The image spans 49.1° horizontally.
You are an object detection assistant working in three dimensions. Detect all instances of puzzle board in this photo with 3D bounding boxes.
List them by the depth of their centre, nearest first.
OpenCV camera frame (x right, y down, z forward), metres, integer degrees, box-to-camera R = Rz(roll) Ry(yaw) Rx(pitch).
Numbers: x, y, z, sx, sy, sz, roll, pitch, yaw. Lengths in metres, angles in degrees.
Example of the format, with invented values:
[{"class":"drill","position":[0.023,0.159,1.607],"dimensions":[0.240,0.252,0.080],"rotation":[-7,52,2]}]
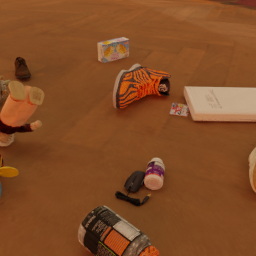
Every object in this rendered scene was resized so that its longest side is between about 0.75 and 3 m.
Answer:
[{"class":"puzzle board","position":[1.792,-0.649,9.701],"dimensions":[0.605,0.070,0.802],"rotation":[8,35,13]}]

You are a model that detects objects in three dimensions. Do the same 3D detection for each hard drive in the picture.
[{"class":"hard drive","position":[3.568,-0.862,9.684],"dimensions":[2.954,0.394,1.949],"rotation":[0,34,-1]}]

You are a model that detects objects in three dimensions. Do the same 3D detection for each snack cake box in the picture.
[{"class":"snack cake box","position":[-0.705,-3.840,13.763],"dimensions":[1.556,0.895,0.523],"rotation":[-24,40,-30]}]

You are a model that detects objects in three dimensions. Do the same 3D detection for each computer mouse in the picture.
[{"class":"computer mouse","position":[0.254,1.345,6.539],"dimensions":[0.740,0.243,1.054],"rotation":[20,39,29]}]

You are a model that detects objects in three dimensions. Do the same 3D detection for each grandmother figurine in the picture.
[{"class":"grandmother figurine","position":[-3.026,-0.231,7.406],"dimensions":[1.453,2.396,0.726],"rotation":[24,46,-30]}]

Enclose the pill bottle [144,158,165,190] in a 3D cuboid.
[{"class":"pill bottle","position":[0.652,1.079,6.759],"dimensions":[0.441,0.441,0.785],"rotation":[6,33,9]}]

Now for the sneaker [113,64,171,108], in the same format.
[{"class":"sneaker","position":[0.635,-1.521,10.008],"dimensions":[1.678,1.162,2.996],"rotation":[13,37,17]}]

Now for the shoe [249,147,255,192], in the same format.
[{"class":"shoe","position":[3.626,0.804,7.048],"dimensions":[0.954,0.729,2.730],"rotation":[48,51,4]}]

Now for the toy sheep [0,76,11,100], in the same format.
[{"class":"toy sheep","position":[-4.903,-1.333,9.644],"dimensions":[1.370,1.370,1.987],"rotation":[24,31,32]}]

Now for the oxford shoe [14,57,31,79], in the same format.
[{"class":"oxford shoe","position":[-4.635,-2.626,12.106],"dimensions":[0.620,0.720,1.706],"rotation":[-16,38,-25]}]

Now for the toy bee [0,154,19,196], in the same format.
[{"class":"toy bee","position":[-3.174,1.109,5.920],"dimensions":[1.627,1.351,2.485],"rotation":[-15,36,-23]}]

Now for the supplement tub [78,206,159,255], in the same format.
[{"class":"supplement tub","position":[-0.174,2.049,4.952],"dimensions":[1.340,0.821,0.821],"rotation":[27,42,33]}]
